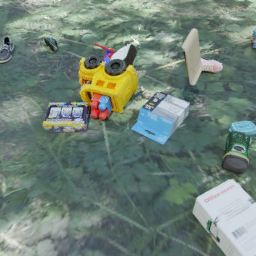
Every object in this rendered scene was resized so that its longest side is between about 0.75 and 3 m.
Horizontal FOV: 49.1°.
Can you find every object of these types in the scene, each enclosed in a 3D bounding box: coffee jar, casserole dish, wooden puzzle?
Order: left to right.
[{"bbox_3d":[2.219,-2.445,9.675,0.279,1.501,1.389,2,44,32],"label":"wooden puzzle"},{"bbox_3d":[3.597,0.800,9.248,0.775,0.634,1.486,17,46,15],"label":"coffee jar"},{"bbox_3d":[4.294,-0.006,10.410,1.049,0.203,0.635,-7,44,-6],"label":"casserole dish"}]

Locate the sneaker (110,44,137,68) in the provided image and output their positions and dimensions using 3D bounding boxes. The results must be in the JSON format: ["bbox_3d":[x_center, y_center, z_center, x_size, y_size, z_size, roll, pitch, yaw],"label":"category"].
[{"bbox_3d":[-0.429,-2.839,13.061,1.101,0.947,2.601,-9,41,36],"label":"sneaker"}]

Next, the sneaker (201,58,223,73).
[{"bbox_3d":[3.552,-2.839,13.089,1.534,0.577,0.802,27,48,32],"label":"sneaker"}]

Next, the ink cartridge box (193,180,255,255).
[{"bbox_3d":[2.834,2.475,7.389,1.368,0.790,1.873,-21,48,-20],"label":"ink cartridge box"}]

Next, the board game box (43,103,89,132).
[{"bbox_3d":[-2.314,-0.414,10.663,1.547,0.439,1.279,0,46,0],"label":"board game box"}]

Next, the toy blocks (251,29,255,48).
[{"bbox_3d":[7.503,-4.873,14.923,1.768,1.293,2.587,22,46,37],"label":"toy blocks"}]

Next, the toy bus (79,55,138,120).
[{"bbox_3d":[-1.090,-1.481,11.145,2.422,1.643,2.325,16,62,19],"label":"toy bus"}]

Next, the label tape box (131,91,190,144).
[{"bbox_3d":[1.249,-0.464,10.570,1.436,0.630,1.992,25,49,24],"label":"label tape box"}]

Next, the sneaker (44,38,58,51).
[{"bbox_3d":[-3.993,-4.516,14.886,0.530,0.504,1.338,-23,49,-25],"label":"sneaker"}]

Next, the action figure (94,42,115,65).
[{"bbox_3d":[-1.322,-3.184,13.211,1.232,0.812,2.489,17,45,-3],"label":"action figure"}]

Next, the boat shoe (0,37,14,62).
[{"bbox_3d":[-6.309,-4.017,14.287,0.692,0.597,1.905,-4,44,-4],"label":"boat shoe"}]
